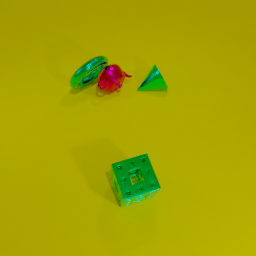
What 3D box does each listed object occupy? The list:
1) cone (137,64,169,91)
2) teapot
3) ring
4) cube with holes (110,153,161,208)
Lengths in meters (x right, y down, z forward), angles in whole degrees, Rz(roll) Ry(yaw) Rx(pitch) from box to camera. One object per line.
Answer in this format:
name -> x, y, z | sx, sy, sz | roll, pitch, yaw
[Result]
cone -> 0.703, -1.486, 9.340 | 0.955, 0.952, 0.952 | -30, 49, 9
teapot -> -0.460, -1.596, 9.174 | 0.754, 0.958, 1.540 | 42, 46, 12
ring -> -1.247, -1.780, 9.019 | 1.498, 1.498, 0.300 | -37, 88, -29
cube with holes -> 0.130, 1.210, 6.393 | 0.848, 0.848, 0.848 | -16, 67, -14
